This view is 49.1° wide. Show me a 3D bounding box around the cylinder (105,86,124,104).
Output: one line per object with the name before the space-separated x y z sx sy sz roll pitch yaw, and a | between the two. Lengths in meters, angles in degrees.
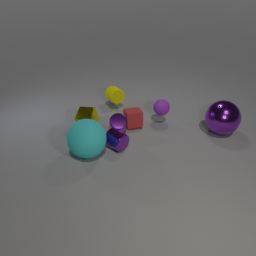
cylinder | -0.627 -1.569 13.258 0.700 0.700 0.700 -16 29 -24

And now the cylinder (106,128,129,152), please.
cylinder | -0.427 0.442 10.520 0.700 0.700 0.700 28 41 31

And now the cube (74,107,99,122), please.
cube | -1.698 -0.400 11.652 0.700 0.700 0.700 4 54 18

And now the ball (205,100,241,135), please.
ball | 3.823 -0.414 11.297 1.400 1.400 1.400 0 32 0

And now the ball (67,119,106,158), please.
ball | -1.472 0.376 9.962 1.400 1.400 1.400 0 32 0

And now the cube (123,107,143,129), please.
cube | 0.220 -0.435 11.929 0.700 0.700 0.700 -8 24 -13

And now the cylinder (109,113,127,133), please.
cylinder | -0.399 -0.145 11.303 0.700 0.700 0.700 2 66 -3

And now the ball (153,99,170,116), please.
ball | 1.435 -0.881 11.963 0.700 0.700 0.700 0 32 0
